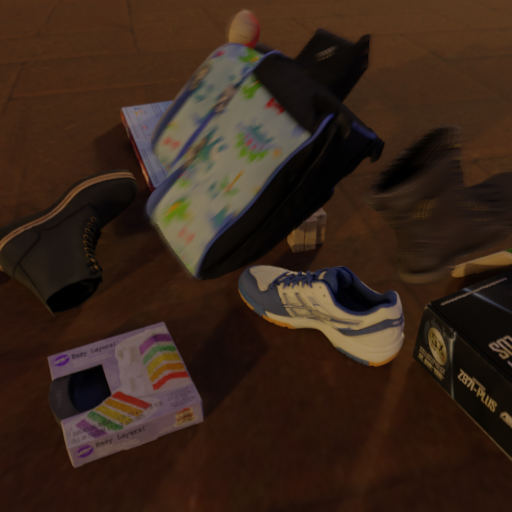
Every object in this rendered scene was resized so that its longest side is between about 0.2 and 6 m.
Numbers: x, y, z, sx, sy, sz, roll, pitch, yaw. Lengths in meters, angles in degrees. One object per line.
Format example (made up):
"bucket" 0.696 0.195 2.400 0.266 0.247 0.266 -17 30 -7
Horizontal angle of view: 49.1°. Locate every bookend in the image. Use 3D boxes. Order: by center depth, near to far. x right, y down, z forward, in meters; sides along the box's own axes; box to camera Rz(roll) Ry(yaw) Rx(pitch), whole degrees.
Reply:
"bookend" 0.829 -3.897 11.733 2.242 1.039 2.256 33 77 18

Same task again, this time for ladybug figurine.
"ladybug figurine" -0.141 -2.996 7.574 0.291 0.549 0.809 24 14 4

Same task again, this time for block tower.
"block tower" 0.702 -1.168 11.754 0.722 0.773 2.675 -9 40 -11

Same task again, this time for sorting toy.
"sorting toy" 4.583 -0.034 9.695 1.890 1.749 0.345 -9 81 -14

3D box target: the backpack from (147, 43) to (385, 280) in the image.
"backpack" -0.126 -1.281 8.059 2.226 3.029 2.772 47 20 14

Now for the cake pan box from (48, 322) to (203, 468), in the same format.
"cake pan box" -1.929 1.893 7.988 1.902 0.498 1.752 -15 38 -18

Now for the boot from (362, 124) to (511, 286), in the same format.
"boot" 2.462 -0.805 6.929 2.369 2.063 0.820 -39 48 -9

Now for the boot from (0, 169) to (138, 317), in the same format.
"boot" -3.044 -0.243 10.399 3.059 1.185 2.116 -39 56 -23

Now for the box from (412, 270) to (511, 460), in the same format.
"box" 4.092 1.357 8.099 2.721 1.172 2.229 -17 41 -21

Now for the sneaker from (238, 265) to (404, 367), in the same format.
"sneaker" 1.022 0.569 9.035 2.962 1.306 1.115 20 43 26

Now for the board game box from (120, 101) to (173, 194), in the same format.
"board game box" -1.888 -2.853 14.158 2.373 0.448 4.610 -13 39 -14
